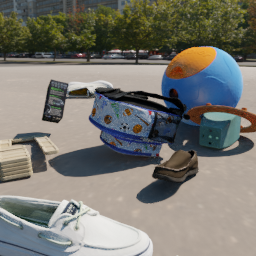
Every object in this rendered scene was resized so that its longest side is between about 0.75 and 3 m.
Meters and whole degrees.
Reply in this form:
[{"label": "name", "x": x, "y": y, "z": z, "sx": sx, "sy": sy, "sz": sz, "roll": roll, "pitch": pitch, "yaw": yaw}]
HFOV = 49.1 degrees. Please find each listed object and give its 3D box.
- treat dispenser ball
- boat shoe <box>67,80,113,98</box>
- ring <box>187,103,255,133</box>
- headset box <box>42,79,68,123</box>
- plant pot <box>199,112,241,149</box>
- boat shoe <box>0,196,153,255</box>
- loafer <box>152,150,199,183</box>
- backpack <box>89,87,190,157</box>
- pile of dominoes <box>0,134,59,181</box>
[{"label": "treat dispenser ball", "x": 2.661, "y": -1.506, "z": 10.247, "sx": 2.875, "sy": 2.875, "sz": 2.875, "roll": 0, "pitch": 16, "yaw": 0}, {"label": "boat shoe", "x": -2.228, "y": -2.166, "z": 16.426, "sx": 2.753, "sy": 0.976, "sz": 0.961, "roll": 1, "pitch": 42, "yaw": -10}, {"label": "ring", "x": 2.984, "y": -0.292, "z": 8.611, "sx": 2.328, "sy": 0.223, "sz": 2.328, "roll": 15, "pitch": -12, "yaw": 3}, {"label": "headset box", "x": -2.356, "y": -0.866, "z": 9.033, "sx": 0.575, "sy": 1.240, "sz": 1.080, "roll": 11, "pitch": -11, "yaw": -20}, {"label": "plant pot", "x": 2.691, "y": 0.036, "z": 8.363, "sx": 0.981, "sy": 0.980, "sz": 1.388, "roll": 10, "pitch": 25, "yaw": 32}, {"label": "boat shoe", "x": -0.842, "y": 1.384, "z": 3.788, "sx": 2.354, "sy": 0.786, "sz": 0.866, "roll": 2, "pitch": 16, "yaw": 6}, {"label": "loafer", "x": 1.020, "y": 0.753, "z": 5.946, "sx": 0.603, "sy": 0.589, "sz": 1.652, "roll": 6, "pitch": 5, "yaw": 32}, {"label": "backpack", "x": 0.048, "y": -0.243, "z": 7.441, "sx": 2.142, "sy": 1.733, "sz": 2.249, "roll": 17, "pitch": 3, "yaw": -33}, {"label": "pile of dominoes", "x": -3.098, "y": 0.726, "z": 7.282, "sx": 2.237, "sy": 0.457, "sz": 2.870, "roll": -9, "pitch": 10, "yaw": -23}]
